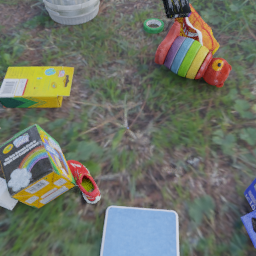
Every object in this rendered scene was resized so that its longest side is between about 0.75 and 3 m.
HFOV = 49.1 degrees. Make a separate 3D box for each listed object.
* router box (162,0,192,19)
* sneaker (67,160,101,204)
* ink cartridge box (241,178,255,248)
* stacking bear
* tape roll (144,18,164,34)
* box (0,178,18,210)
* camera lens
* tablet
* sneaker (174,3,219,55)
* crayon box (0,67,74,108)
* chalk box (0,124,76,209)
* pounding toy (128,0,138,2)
[{"bbox_3d":[1.380,-3.656,8.106,0.706,0.242,0.947,-7,76,-11],"label":"router box"},{"bbox_3d":[-1.111,1.221,6.938,0.524,0.577,1.360,-34,60,-23],"label":"sneaker"},{"bbox_3d":[4.008,1.839,6.141,2.845,1.086,1.941,-10,54,-10],"label":"ink cartridge box"},{"bbox_3d":[2.193,-2.177,9.135,2.311,1.314,1.403,29,77,9],"label":"stacking bear"},{"bbox_3d":[1.029,-4.094,11.225,0.805,0.194,0.805,0,53,1],"label":"tape roll"},{"bbox_3d":[-3.082,1.488,6.632,0.858,0.653,0.456,14,55,19],"label":"box"},{"bbox_3d":[-2.324,-5.897,10.859,2.349,2.936,2.349,0,53,0],"label":"camera lens"},{"bbox_3d":[0.226,2.950,5.878,1.700,0.178,2.612,4,52,3],"label":"tablet"},{"bbox_3d":[2.514,-3.715,10.615,1.122,1.062,2.910,5,54,-24],"label":"sneaker"},{"bbox_3d":[-2.808,-1.307,8.878,2.153,0.547,1.366,0,53,1],"label":"crayon box"},{"bbox_3d":[-2.260,0.779,6.791,1.144,1.136,1.832,-31,57,-1],"label":"chalk box"},{"bbox_3d":[0.135,-3.228,5.997,1.221,0.698,0.701,2,75,28],"label":"pounding toy"}]
